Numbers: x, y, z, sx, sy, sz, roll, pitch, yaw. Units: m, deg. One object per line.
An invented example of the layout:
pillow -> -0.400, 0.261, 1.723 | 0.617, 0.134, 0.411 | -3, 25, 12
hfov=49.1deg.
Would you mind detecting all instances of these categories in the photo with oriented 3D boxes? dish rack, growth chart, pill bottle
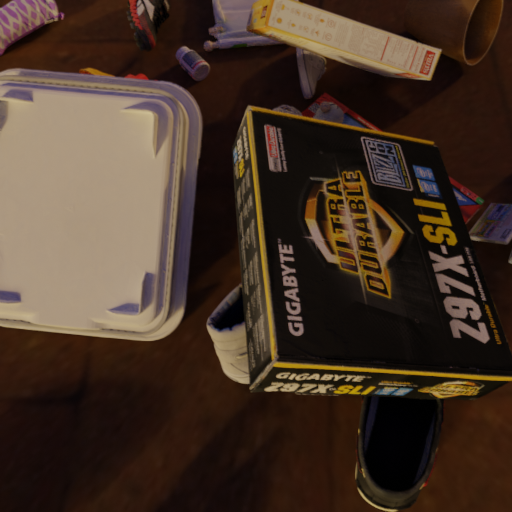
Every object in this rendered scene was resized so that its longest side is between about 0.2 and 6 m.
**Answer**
dish rack -> -2.587, -0.698, 8.062 | 3.342, 0.848, 3.894 | 5, 96, 0
growth chart -> -0.017, -5.531, 11.993 | 2.178, 0.267, 3.009 | -1, 62, -1
pill bottle -> -1.262, -3.793, 11.007 | 0.404, 0.404, 0.675 | -35, 68, -17

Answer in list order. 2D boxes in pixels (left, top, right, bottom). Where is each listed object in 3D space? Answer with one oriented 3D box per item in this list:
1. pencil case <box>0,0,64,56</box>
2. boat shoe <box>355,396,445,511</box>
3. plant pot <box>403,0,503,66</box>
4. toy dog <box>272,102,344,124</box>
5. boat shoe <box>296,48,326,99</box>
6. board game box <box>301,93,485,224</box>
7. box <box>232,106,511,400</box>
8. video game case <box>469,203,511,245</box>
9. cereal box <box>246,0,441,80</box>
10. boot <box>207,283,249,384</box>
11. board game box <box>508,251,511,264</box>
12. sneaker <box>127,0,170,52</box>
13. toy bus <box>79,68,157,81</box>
pencil case -> -4.813, -4.723, 11.350 | 1.767, 0.741, 0.755 | -42, 106, -18
boat shoe -> 2.109, 1.801, 7.776 | 1.184, 1.014, 3.237 | 13, 61, 12
plant pot -> 3.755, -4.646, 11.022 | 1.553, 1.447, 1.447 | 29, 65, 35
toy dog -> 0.478, -1.868, 9.262 | 1.424, 1.040, 2.160 | 19, 74, 25
boat shoe -> 1.090, -3.698, 10.873 | 0.546, 0.554, 1.564 | -7, 56, 8
board game box -> 1.953, -1.358, 9.780 | 3.531, 0.343, 1.818 | 40, 70, 18
box -> 1.397, -0.106, 7.664 | 3.196, 0.988, 4.003 | 8, 54, -18
video game case -> 3.982, -0.538, 9.184 | 0.827, 0.091, 0.753 | -48, 29, -16
cereal box -> 1.409, -3.753, 9.731 | 2.950, 0.583, 2.122 | 12, 17, -14
boot -> 0.563, 0.670, 8.065 | 2.712, 1.296, 0.997 | -35, 47, -17
board game box -> 5.907, -0.553, 9.221 | 2.720, 0.561, 2.726 | 24, 65, 12
sneaker -> -2.171, -4.953, 11.464 | 0.900, 0.651, 1.842 | -12, 62, -4
toy bus -> -2.832, -2.469, 9.734 | 2.516, 1.707, 2.415 | 24, 52, 15
